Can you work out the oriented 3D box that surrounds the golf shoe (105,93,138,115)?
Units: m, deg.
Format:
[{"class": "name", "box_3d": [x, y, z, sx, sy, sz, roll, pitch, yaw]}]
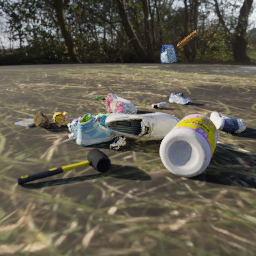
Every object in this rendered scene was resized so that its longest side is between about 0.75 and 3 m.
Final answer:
[{"class": "golf shoe", "box_3d": [-0.384, -1.106, 14.212, 1.155, 0.951, 2.525, 5, 19, -24]}]

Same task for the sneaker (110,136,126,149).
[{"class": "sneaker", "box_3d": [-0.364, 0.492, 9.620, 0.307, 0.333, 0.832, 10, 21, 27]}]

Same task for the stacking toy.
[{"class": "stacking toy", "box_3d": [-1.484, -0.281, 11.640, 2.783, 0.654, 2.098, -8, 19, -26]}]

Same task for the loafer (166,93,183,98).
[{"class": "loafer", "box_3d": [3.038, -2.106, 18.095, 1.097, 0.397, 0.399, 4, 18, 15]}]

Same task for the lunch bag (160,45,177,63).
[{"class": "lunch bag", "box_3d": [1.781, -3.285, 12.428, 0.503, 0.790, 0.672, 7, 17, 43]}]

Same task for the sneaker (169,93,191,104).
[{"class": "sneaker", "box_3d": [3.074, -1.721, 16.564, 1.428, 0.550, 0.541, 14, 20, 36]}]

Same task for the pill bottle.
[{"class": "pill bottle", "box_3d": [1.927, 0.362, 8.310, 1.334, 1.334, 2.559, 7, 18, 22]}]

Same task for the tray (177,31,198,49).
[{"class": "tray", "box_3d": [2.860, -4.238, 13.442, 1.038, 0.192, 0.512, -34, 14, 32]}]

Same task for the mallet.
[{"class": "mallet", "box_3d": [-1.717, 1.066, 7.618, 2.453, 0.505, 0.808, -10, 19, -17]}]

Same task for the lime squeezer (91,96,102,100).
[{"class": "lime squeezer", "box_3d": [-1.904, -1.914, 17.964, 0.986, 0.186, 0.348, -18, -6, -43]}]

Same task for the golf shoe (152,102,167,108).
[{"class": "golf shoe", "box_3d": [1.735, -1.201, 15.303, 0.862, 0.313, 0.397, -9, 21, 0]}]

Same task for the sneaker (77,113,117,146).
[{"class": "sneaker", "box_3d": [-1.077, -0.039, 10.069, 1.653, 1.079, 0.657, -14, 21, -40]}]

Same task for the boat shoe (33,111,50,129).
[{"class": "boat shoe", "box_3d": [-3.715, -0.310, 12.088, 0.493, 0.525, 1.458, 36, 1, -32]}]

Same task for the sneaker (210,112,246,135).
[{"class": "sneaker", "box_3d": [4.111, -0.171, 11.456, 1.212, 0.667, 1.655, 11, 11, -1]}]

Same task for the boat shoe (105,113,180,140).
[{"class": "boat shoe", "box_3d": [0.557, 0.020, 9.949, 2.770, 1.019, 0.925, 0, 16, 1]}]

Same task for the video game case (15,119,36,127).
[{"class": "video game case", "box_3d": [-4.399, -0.237, 12.420, 0.796, 0.096, 0.874, 9, 19, 27]}]
